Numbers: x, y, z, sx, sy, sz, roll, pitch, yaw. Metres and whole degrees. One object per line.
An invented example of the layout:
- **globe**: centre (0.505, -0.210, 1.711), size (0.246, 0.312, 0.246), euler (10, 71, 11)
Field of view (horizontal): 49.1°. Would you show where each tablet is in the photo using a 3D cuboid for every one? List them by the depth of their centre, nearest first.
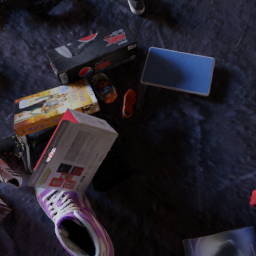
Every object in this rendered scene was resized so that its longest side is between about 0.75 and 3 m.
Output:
- **tablet**: centre (1.566, -1.785, 8.758), size (2.129, 0.145, 1.385), euler (12, 70, 8)

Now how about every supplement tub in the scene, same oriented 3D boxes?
- **supplement tub**: centre (-0.708, -1.182, 8.337), size (0.521, 0.521, 0.851), euler (-31, 70, -12)

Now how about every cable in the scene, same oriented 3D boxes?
- **cable**: centre (-3.271, -4.888, 9.964), size (2.258, 0.574, 1.843), euler (7, 62, 5)

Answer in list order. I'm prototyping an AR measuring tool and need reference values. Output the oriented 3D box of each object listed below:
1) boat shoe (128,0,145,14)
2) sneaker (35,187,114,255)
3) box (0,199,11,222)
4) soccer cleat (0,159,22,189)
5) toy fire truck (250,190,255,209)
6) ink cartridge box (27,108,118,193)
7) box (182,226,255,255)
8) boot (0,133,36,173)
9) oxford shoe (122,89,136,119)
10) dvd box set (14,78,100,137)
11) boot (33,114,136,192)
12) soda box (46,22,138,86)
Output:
- **boat shoe**: centre (0.104, -4.856, 9.845), size (0.643, 0.609, 1.840), euler (-15, 68, -6)
- **sneaker**: centre (-1.369, 1.858, 6.350), size (1.026, 1.614, 2.831), euler (-42, 63, -14)
- **box**: centre (-3.980, 2.381, 6.711), size (1.016, 0.761, 2.030), euler (39, 71, 15)
- **soccer cleat**: centre (-3.104, 1.141, 7.016), size (0.367, 1.070, 0.456), euler (-42, 31, 2)
- **toy fire truck**: centre (4.855, 1.683, 7.007), size (2.965, 0.723, 2.091), euler (25, 70, 9)
- **ink cartridge box**: centre (-1.355, 0.528, 6.446), size (0.743, 1.555, 1.771), euler (43, 107, 43)
- **box**: centre (2.199, 3.153, 6.276), size (1.509, 0.938, 1.522), euler (-11, 67, -3)
- **boot**: centre (-3.094, 0.726, 7.537), size (1.013, 0.492, 1.345), euler (-19, 65, -9)
- **oxford shoe**: centre (-0.015, -0.676, 7.897), size (0.325, 0.331, 0.914), euler (22, 62, -14)
- **dvd box set**: centre (-2.017, -0.633, 7.793), size (2.214, 0.326, 1.620), euler (-19, 37, -7)
- **boot**: centre (-1.126, 0.782, 7.294), size (2.288, 0.874, 1.922), euler (-19, 64, -14)
- **soda box**: centre (-1.050, -2.238, 8.615), size (2.624, 0.831, 0.928), euler (-25, 69, -11)
